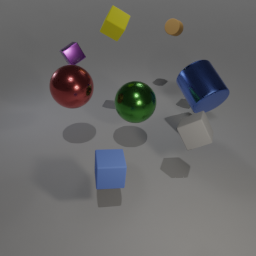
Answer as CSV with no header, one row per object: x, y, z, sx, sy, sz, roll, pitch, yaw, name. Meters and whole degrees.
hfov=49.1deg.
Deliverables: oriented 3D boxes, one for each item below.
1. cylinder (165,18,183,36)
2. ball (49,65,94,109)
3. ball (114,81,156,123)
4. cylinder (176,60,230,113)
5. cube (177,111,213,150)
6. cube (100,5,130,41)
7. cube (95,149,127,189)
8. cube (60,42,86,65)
2.094,-4.560,12.713,0.700,0.700,0.700,15,18,22,cylinder
-1.803,-1.323,9.003,1.400,1.400,1.400,0,32,0,ball
0.247,-0.860,9.348,1.400,1.400,1.400,0,32,0,ball
2.654,-1.460,10.028,1.400,1.400,1.400,-14,64,-21,cylinder
1.810,0.065,7.499,0.700,0.700,0.700,-21,14,27,cube
-0.444,-3.556,9.559,0.700,0.700,0.700,25,64,-16,cube
-0.448,1.004,6.893,0.700,0.700,0.700,-1,34,-10,cube
-2.273,-3.045,11.503,0.700,0.700,0.700,-37,30,-9,cube
